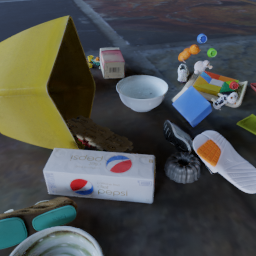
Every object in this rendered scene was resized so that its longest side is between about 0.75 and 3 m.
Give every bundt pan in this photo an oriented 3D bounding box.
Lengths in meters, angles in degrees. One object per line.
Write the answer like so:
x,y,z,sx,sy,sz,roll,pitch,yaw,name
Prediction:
1.575,1.064,8.001,1.066,0.400,1.066,1,36,0,bundt pan

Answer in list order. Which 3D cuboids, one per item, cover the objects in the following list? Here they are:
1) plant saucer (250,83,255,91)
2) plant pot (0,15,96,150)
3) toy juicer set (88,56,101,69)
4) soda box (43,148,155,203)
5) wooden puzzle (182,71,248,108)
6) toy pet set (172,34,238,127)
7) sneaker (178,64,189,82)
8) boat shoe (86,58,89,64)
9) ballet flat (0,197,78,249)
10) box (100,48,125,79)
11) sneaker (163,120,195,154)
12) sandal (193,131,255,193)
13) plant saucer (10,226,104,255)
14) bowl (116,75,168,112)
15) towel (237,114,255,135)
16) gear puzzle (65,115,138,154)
5.914,-1.596,11.874,1.113,0.204,1.111,-5,36,-5,plant saucer
-2.796,-1.167,8.563,2.642,2.996,2.995,-2,54,10,plant pot
-1.590,-3.333,14.132,1.438,0.391,0.915,18,39,23,toy juicer set
-0.685,1.223,7.356,2.781,0.885,0.947,4,36,5,soda box
3.712,-1.795,11.931,2.451,0.456,2.267,16,39,21,wooden puzzle
2.588,-1.356,9.399,2.366,2.534,1.346,-43,25,7,toy pet set
2.601,-2.690,12.950,0.550,0.731,1.468,4,34,7,sneaker
-3.014,-2.546,12.277,2.960,1.262,1.093,-21,41,-26,boat shoe
-2.314,2.071,6.409,2.278,0.773,0.824,-16,18,-21,ballet flat
-0.762,-3.102,13.290,0.988,0.842,1.545,-5,41,-11,box
1.637,0.291,9.001,0.595,0.554,1.500,-8,44,-32,sneaker
2.665,1.025,7.762,0.937,0.701,2.445,-27,42,-7,sandal
-1.400,2.870,5.392,1.977,0.496,1.977,-1,36,0,plant saucer
0.534,-1.227,10.769,1.969,0.885,1.969,0,36,0,bowl
4.818,0.171,9.423,0.912,0.191,2.119,-21,41,-28,towel
-0.636,0.495,8.465,2.885,0.378,1.494,27,22,13,gear puzzle
